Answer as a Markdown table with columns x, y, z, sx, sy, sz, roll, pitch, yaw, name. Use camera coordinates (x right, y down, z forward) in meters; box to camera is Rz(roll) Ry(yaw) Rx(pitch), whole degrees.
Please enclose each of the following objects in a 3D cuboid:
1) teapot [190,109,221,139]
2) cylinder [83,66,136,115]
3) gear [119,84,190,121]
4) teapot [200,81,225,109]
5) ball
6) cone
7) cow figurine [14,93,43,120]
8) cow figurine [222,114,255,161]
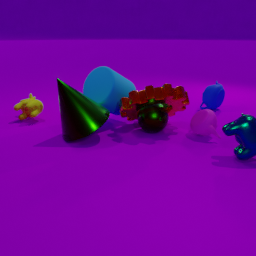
| x | y | z | sx | sy | sz | roll | pitch | yaw | name |
| --- | --- | --- | --- | --- | --- | --- | --- | --- | --- |
| 2.241 | -0.093 | 8.052 | 0.636 | 0.807 | 1.298 | 40 | 11 | -26 | teapot |
| -0.579 | -1.173 | 9.094 | 1.271 | 1.271 | 1.271 | 15 | -4 | 37 | cylinder |
| 0.781 | -0.704 | 8.469 | 2.059 | 0.381 | 2.059 | -8 | -16 | -2 | gear |
| 3.254 | -1.265 | 10.772 | 0.758 | 0.962 | 1.547 | 24 | 64 | 37 | teapot |
| 0.741 | -0.312 | 8.316 | 0.929 | 0.929 | 0.929 | 0 | 19 | 0 | ball |
| -1.525 | -0.701 | 7.678 | 1.540 | 1.546 | 1.540 | -23 | 27 | 12 | cone |
| -3.313 | -0.755 | 9.651 | 1.244 | 0.683 | 1.224 | -5 | 25 | 29 | cow figurine |
| 3.087 | 0.228 | 6.462 | 1.401 | 1.424 | 0.782 | -27 | 2 | 15 | cow figurine |
